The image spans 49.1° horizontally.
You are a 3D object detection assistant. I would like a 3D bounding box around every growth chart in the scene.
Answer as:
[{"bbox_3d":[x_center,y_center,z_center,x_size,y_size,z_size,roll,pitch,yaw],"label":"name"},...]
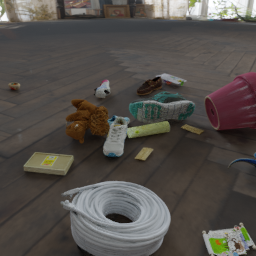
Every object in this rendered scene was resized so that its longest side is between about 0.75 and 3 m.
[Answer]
[{"bbox_3d":[2.362,2.666,6.566,1.196,0.106,0.865,-6,29,-10],"label":"growth chart"}]

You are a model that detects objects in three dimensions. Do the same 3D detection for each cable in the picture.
[{"bbox_3d":[-0.204,2.100,6.588,2.294,0.794,2.295,-9,27,-41],"label":"cable"}]

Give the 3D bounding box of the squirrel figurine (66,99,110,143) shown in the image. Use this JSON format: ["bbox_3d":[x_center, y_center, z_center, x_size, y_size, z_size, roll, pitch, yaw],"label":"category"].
[{"bbox_3d":[-1.596,-0.212,10.960,1.768,1.251,1.650,2,34,11],"label":"squirrel figurine"}]

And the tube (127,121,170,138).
[{"bbox_3d":[0.800,0.074,11.232,1.734,0.450,0.503,-10,-8,-8],"label":"tube"}]

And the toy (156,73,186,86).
[{"bbox_3d":[2.578,-2.843,16.841,1.676,0.396,0.965,24,33,37],"label":"toy"}]

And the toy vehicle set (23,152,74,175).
[{"bbox_3d":[-2.619,1.170,9.335,1.407,0.187,0.874,5,28,9],"label":"toy vehicle set"}]

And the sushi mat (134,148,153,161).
[{"bbox_3d":[0.573,0.918,9.914,0.391,0.049,0.817,7,28,27],"label":"sushi mat"}]

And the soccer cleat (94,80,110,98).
[{"bbox_3d":[-1.240,-2.077,15.263,0.763,0.618,1.768,18,34,8],"label":"soccer cleat"}]

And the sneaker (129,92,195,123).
[{"bbox_3d":[1.389,-1.014,12.405,2.976,1.154,1.357,-1,38,-19],"label":"sneaker"}]

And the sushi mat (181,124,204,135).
[{"bbox_3d":[2.675,0.059,11.618,0.900,0.054,0.430,23,35,37],"label":"sushi mat"}]

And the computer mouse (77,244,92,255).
[{"bbox_3d":[-0.968,2.993,5.665,0.981,0.393,1.790,14,25,16],"label":"computer mouse"}]

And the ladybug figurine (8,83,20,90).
[{"bbox_3d":[-6.531,-2.403,16.093,0.815,0.293,0.553,20,34,33],"label":"ladybug figurine"}]

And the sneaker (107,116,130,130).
[{"bbox_3d":[-0.424,-0.301,11.816,1.249,0.512,0.461,-22,36,-36],"label":"sneaker"}]

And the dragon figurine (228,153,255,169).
[{"bbox_3d":[4.428,1.247,8.642,2.347,0.691,1.167,2,27,1],"label":"dragon figurine"}]

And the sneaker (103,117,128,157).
[{"bbox_3d":[-0.465,0.324,10.287,0.771,0.814,2.016,4,30,5],"label":"sneaker"}]

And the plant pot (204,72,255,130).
[{"bbox_3d":[4.370,-0.895,11.416,2.057,2.298,2.298,-18,29,-1],"label":"plant pot"}]

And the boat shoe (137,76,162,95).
[{"bbox_3d":[1.191,-2.404,15.674,0.705,0.705,2.004,22,36,34],"label":"boat shoe"}]
